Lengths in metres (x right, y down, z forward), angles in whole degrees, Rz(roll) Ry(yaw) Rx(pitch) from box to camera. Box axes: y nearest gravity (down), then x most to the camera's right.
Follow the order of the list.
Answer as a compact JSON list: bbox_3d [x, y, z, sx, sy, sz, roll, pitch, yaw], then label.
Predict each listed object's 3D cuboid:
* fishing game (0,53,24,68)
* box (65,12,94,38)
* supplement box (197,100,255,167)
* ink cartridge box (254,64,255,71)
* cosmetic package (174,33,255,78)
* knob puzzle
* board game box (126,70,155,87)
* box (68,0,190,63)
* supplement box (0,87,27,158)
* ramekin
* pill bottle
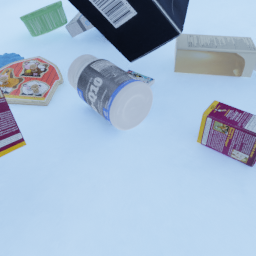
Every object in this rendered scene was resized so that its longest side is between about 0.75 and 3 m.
[{"bbox_3d":[-4.047,-2.095,9.378,1.726,0.268,1.236,12,50,6],"label":"fishing game"},{"bbox_3d":[-0.895,-4.783,10.998,2.854,0.588,2.225,-8,42,37],"label":"box"},{"bbox_3d":[2.370,0.095,6.314,1.381,0.904,0.713,27,47,27],"label":"supplement box"},{"bbox_3d":[5.104,-2.625,8.227,1.055,2.520,1.828,-27,48,-28],"label":"ink cartridge box"},{"bbox_3d":[2.791,-2.417,9.239,2.494,0.887,1.312,6,41,7],"label":"cosmetic package"},{"bbox_3d":[-3.128,-1.619,8.569,2.571,0.357,2.571,0,46,0],"label":"knob puzzle"},{"bbox_3d":[0.235,-1.479,8.702,1.015,0.176,0.641,27,48,28],"label":"board game box"},{"bbox_3d":[0.050,-3.894,7.109,1.849,2.983,2.932,-18,42,43],"label":"box"},{"bbox_3d":[-2.372,-0.165,4.519,0.604,1.410,0.778,-19,8,22],"label":"supplement box"},{"bbox_3d":[-3.262,-4.292,11.081,1.763,0.861,1.763,-17,29,9],"label":"ramekin"},{"bbox_3d":[-0.550,-1.026,7.319,1.297,1.297,2.280,-28,47,-28],"label":"pill bottle"}]
